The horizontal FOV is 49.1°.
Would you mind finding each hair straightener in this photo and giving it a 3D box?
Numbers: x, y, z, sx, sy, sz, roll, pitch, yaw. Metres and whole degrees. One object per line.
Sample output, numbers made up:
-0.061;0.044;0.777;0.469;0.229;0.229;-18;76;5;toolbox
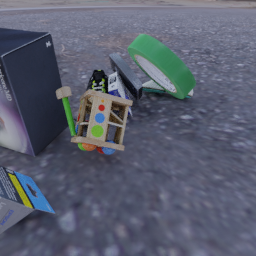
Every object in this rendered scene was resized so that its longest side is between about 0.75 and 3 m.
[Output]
-1.232;-0.107;8.284;1.151;0.235;0.443;14;37;25;hair straightener

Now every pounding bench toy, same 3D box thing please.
-0.949;-0.135;6.570;1.691;1.319;1.051;13;-8;-20;pounding bench toy

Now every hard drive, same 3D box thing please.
-0.053;-1.821;9.903;0.354;1.127;1.671;-35;75;-8;hard drive

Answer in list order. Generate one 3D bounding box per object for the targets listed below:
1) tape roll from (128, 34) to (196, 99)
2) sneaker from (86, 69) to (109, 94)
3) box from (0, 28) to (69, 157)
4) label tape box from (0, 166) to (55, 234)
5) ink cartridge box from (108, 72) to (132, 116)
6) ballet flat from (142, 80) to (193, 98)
1.034;-1.890;8.780;0.569;2.368;2.368;-48;38;1;tape roll
-1.129;-1.396;9.793;0.933;1.078;2.603;-2;28;-5;sneaker
-3.239;-1.021;7.224;2.698;2.720;1.676;12;39;22;box
-2.543;1.104;4.971;0.666;2.103;1.516;-55;41;-4;label tape box
-0.275;-1.095;9.308;0.395;1.002;2.014;-25;26;9;ink cartridge box
1.454;-1.600;10.532;2.071;0.719;0.719;12;31;22;ballet flat
